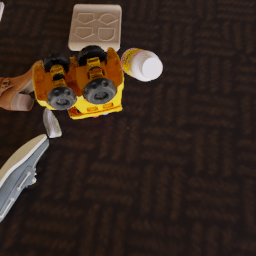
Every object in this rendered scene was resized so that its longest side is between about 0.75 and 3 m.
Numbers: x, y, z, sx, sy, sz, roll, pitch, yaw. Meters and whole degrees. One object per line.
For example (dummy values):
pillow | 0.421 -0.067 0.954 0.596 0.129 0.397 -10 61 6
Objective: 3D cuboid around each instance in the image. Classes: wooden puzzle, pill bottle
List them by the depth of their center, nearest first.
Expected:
pill bottle | 0.355 -1.639 7.246 0.744 0.744 1.427 -24 25 -11
wooden puzzle | -1.144 -3.548 10.060 1.768 0.442 1.909 1 70 1

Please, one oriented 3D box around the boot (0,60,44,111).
boot | -3.584 -1.442 8.987 1.478 0.730 1.904 10 72 9

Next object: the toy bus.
toy bus | -1.253 -0.968 7.827 2.251 2.161 1.528 -13 61 -5

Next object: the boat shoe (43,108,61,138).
boat shoe | -2.277 -0.146 8.381 0.341 0.396 1.100 6 48 -37

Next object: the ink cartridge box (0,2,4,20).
ink cartridge box | -5.135 -4.402 10.570 0.725 0.184 0.823 0 65 -1

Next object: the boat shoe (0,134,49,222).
boat shoe | -3.014 1.339 7.687 0.833 0.981 2.695 51 58 -26
